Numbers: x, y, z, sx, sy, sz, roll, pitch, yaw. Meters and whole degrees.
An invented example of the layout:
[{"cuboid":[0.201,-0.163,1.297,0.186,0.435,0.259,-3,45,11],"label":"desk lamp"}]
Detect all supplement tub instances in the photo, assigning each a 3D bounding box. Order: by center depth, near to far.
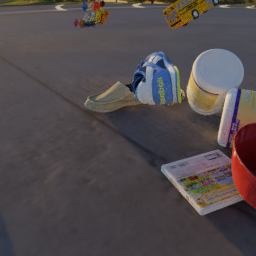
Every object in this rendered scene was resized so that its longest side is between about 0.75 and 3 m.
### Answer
[{"cuboid":[4.062,-0.118,8.194,2.516,1.829,1.829,11,32,19],"label":"supplement tub"},{"cuboid":[2.970,-1.518,9.915,1.628,2.240,1.628,-1,70,3],"label":"supplement tub"}]

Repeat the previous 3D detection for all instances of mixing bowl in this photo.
[{"cuboid":[3.341,1.101,6.349,2.364,1.281,2.364,6,40,-5],"label":"mixing bowl"}]

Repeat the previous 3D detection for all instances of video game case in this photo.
[{"cuboid":[2.171,1.314,7.329,1.985,0.227,1.806,-12,32,-22],"label":"video game case"}]

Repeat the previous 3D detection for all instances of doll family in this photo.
[{"cuboid":[-1.324,-4.239,10.916,1.060,0.769,1.707,-24,-1,-31],"label":"doll family"}]

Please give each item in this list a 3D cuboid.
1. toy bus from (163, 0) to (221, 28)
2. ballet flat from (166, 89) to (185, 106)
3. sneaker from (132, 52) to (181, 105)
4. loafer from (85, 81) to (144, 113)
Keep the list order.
[{"cuboid":[2.507,-4.679,10.785,2.358,0.923,0.768,-39,13,-23],"label":"toy bus"},{"cuboid":[2.056,-1.367,11.703,0.522,0.522,1.477,20,36,31],"label":"ballet flat"},{"cuboid":[0.494,-1.112,6.112,0.925,0.831,2.248,-13,23,1],"label":"sneaker"},{"cuboid":[-0.419,-1.351,11.237,2.791,0.953,1.056,-15,33,-24],"label":"loafer"}]
